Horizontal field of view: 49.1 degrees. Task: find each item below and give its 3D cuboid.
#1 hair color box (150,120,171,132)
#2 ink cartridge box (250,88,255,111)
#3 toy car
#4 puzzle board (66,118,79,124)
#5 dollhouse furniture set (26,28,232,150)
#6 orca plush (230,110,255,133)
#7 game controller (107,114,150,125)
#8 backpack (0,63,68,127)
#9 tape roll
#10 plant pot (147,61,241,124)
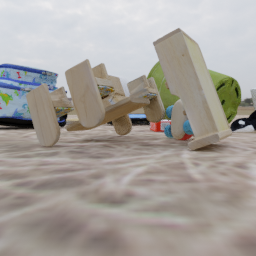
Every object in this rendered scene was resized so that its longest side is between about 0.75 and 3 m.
[{"bbox_3d":[0.840,-0.062,7.052,0.452,0.273,0.891,-1,4,-4],"label":"hair color box"},{"bbox_3d":[5.310,-0.905,7.878,2.794,1.165,2.029,-16,9,-8],"label":"ink cartridge box"},{"bbox_3d":[1.166,-0.100,4.901,0.796,0.704,0.734,12,-12,-22],"label":"toy car"},{"bbox_3d":[-2.096,-0.268,11.555,2.383,0.207,1.796,2,5,42],"label":"puzzle board"},{"bbox_3d":[0.147,-0.189,4.256,2.272,1.478,2.087,-22,-8,28],"label":"dollhouse furniture set"},{"bbox_3d":[3.135,-0.165,6.589,1.483,0.527,0.780,0,3,6],"label":"orca plush"},{"bbox_3d":[0.285,-0.356,10.489,2.301,0.485,1.200,-2,4,-21],"label":"game controller"},{"bbox_3d":[-3.339,-0.944,8.407,2.462,1.809,2.253,0,3,-40],"label":"backpack"},{"bbox_3d":[-1.058,-1.540,14.203,2.444,2.444,1.678,2,3,30],"label":"tape roll"},{"bbox_3d":[2.163,-1.016,8.881,2.467,2.467,2.343,-2,15,-34],"label":"plant pot"}]
